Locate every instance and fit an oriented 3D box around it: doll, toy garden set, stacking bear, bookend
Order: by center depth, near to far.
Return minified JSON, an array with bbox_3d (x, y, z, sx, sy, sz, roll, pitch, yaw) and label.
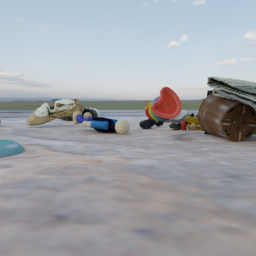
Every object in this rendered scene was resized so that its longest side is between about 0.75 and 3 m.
[{"bbox_3d":[2.890,-0.428,8.344,0.593,1.280,1.288,5,2,44],"label":"bookend"},{"bbox_3d":[-0.817,-0.127,8.649,2.195,0.532,1.498,13,4,42],"label":"doll"},{"bbox_3d":[3.363,-0.259,9.949,2.426,0.581,2.911,2,5,24],"label":"toy garden set"},{"bbox_3d":[1.615,-0.964,14.378,1.401,1.496,2.464,32,-13,-10],"label":"stacking bear"}]

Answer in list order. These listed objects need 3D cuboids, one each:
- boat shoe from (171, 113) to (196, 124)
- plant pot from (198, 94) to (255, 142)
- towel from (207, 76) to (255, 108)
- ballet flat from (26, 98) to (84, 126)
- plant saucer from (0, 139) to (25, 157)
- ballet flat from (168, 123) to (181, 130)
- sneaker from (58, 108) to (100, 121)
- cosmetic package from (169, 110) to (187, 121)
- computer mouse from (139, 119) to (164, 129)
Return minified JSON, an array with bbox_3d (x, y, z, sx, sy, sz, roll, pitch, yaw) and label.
[{"bbox_3d":[2.508,-0.359,11.633,1.388,0.509,0.517,1,5,10],"label":"boat shoe"},{"bbox_3d":[2.502,-0.233,6.926,1.208,1.208,1.196,0,13,-5],"label":"plant pot"},{"bbox_3d":[3.609,-0.502,6.222,2.968,0.513,2.858,0,23,-31],"label":"towel"},{"bbox_3d":[-2.847,-0.699,10.748,2.242,0.732,0.790,-17,43,-13],"label":"ballet flat"},{"bbox_3d":[-2.574,0.356,4.998,1.374,0.188,1.374,0,4,0],"label":"plant saucer"},{"bbox_3d":[1.668,-0.015,9.628,0.902,0.256,0.300,-6,51,-45],"label":"ballet flat"},{"bbox_3d":[-2.739,-0.748,14.616,2.406,0.800,1.089,3,2,8],"label":"sneaker"},{"bbox_3d":[2.615,-0.705,15.365,0.841,0.591,1.659,0,5,-4],"label":"cosmetic package"},{"bbox_3d":[0.930,-0.101,10.402,0.506,0.294,1.727,-26,-13,28],"label":"computer mouse"}]
